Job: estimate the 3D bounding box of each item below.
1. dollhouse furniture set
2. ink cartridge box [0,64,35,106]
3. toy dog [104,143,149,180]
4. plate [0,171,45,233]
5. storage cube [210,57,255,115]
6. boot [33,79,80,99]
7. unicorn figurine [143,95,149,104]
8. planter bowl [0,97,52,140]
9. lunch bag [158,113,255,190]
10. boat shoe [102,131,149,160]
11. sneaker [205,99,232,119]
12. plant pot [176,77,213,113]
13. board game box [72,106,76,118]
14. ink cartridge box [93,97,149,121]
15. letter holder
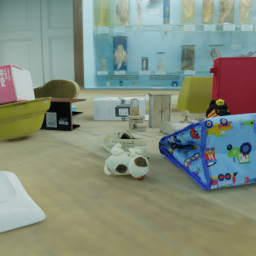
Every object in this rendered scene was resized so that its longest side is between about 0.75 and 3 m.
[{"bbox_3d":[1.402,-0.446,8.979,2.185,1.251,2.562,-4,11,-19],"label":"dollhouse furniture set"},{"bbox_3d":[-4.095,-1.018,7.848,2.420,1.002,1.773,-9,6,-3],"label":"ink cartridge box"},{"bbox_3d":[0.016,0.643,5.127,0.779,0.544,0.756,9,18,31],"label":"toy dog"},{"bbox_3d":[-2.318,0.998,3.815,1.886,0.305,1.890,-6,12,-33],"label":"plate"},{"bbox_3d":[4.955,-1.672,11.953,2.868,2.578,2.452,1,11,11],"label":"storage cube"},{"bbox_3d":[-2.818,-1.545,12.498,2.751,1.001,2.138,-11,2,30],"label":"boot"},{"bbox_3d":[1.266,-1.844,18.331,1.003,0.539,1.460,-18,23,-31],"label":"unicorn figurine"},{"bbox_3d":[-3.254,-0.222,8.155,2.292,0.955,2.292,-11,8,2],"label":"planter bowl"},{"bbox_3d":[1.817,0.328,5.728,1.872,1.170,2.487,-5,2,-11],"label":"lunch bag"},{"bbox_3d":[-0.084,0.327,6.672,0.628,0.566,1.741,-6,12,-29],"label":"boat shoe"},{"bbox_3d":[3.160,-0.463,9.650,0.797,1.025,2.278,0,11,0],"label":"sneaker"},{"bbox_3d":[3.774,-1.802,14.765,2.041,1.800,2.041,-1,10,-3],"label":"plant pot"},{"bbox_3d":[-3.245,-0.584,11.766,1.601,0.498,2.121,1,11,5],"label":"board game box"},{"bbox_3d":[-0.094,-0.859,12.154,2.676,0.892,1.550,0,11,-2],"label":"ink cartridge box"},{"bbox_3d":[-2.634,-0.564,10.174,2.005,1.008,1.425,3,12,17],"label":"letter holder"}]
